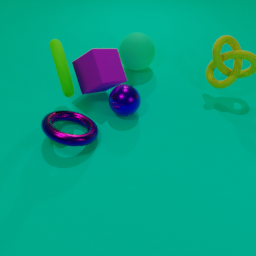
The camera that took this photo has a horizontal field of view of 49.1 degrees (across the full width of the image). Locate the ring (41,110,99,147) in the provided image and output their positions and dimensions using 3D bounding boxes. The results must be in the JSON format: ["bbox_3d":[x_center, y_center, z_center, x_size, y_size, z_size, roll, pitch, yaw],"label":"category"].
[{"bbox_3d":[-1.419,-0.017,6.916,1.408,0.282,1.408,14,28,-8],"label":"ring"}]

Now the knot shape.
[{"bbox_3d":[2.906,-1.757,7.702,1.326,1.417,0.655,11,22,8],"label":"knot shape"}]

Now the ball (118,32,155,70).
[{"bbox_3d":[0.281,-2.427,8.910,1.170,1.170,1.170,0,46,0],"label":"ball"}]

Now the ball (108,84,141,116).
[{"bbox_3d":[-0.090,-0.742,7.515,0.866,0.866,0.866,0,46,0],"label":"ball"}]

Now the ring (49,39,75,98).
[{"bbox_3d":[-1.649,-1.477,7.010,0.292,1.459,1.459,-16,48,-11],"label":"ring"}]

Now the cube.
[{"bbox_3d":[-0.790,-1.571,7.790,0.961,0.961,0.961,-17,1,43],"label":"cube"}]
